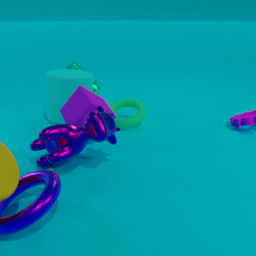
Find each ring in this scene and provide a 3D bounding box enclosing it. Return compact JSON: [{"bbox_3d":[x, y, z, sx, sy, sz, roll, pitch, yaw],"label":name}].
[{"bbox_3d":[-1.591,1.088,4.257,1.236,0.247,1.236,-19,26,10],"label":"ring"},{"bbox_3d":[-0.076,-0.425,7.756,1.149,0.230,1.149,-6,40,5],"label":"ring"}]

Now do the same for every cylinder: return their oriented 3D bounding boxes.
[{"bbox_3d":[-1.663,-0.918,7.993,1.295,1.295,1.295,4,21,-1],"label":"cylinder"},{"bbox_3d":[-2.284,0.746,3.938,1.028,1.028,1.028,-32,16,18],"label":"cylinder"}]

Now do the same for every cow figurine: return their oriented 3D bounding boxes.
[{"bbox_3d":[-1.022,0.193,5.593,1.533,0.855,1.558,-20,-5,-36],"label":"cow figurine"},{"bbox_3d":[-1.562,-1.623,9.634,0.773,1.408,1.386,-46,12,0],"label":"cow figurine"}]

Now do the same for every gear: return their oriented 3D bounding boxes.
[{"bbox_3d":[3.340,-0.294,7.513,1.139,0.211,1.139,-16,5,2],"label":"gear"}]

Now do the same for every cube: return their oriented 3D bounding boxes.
[{"bbox_3d":[-0.953,-0.335,6.622,0.832,0.832,0.832,28,18,-45],"label":"cube"}]
